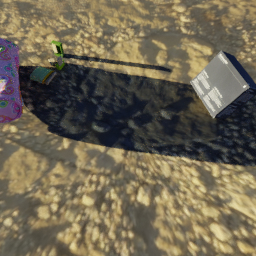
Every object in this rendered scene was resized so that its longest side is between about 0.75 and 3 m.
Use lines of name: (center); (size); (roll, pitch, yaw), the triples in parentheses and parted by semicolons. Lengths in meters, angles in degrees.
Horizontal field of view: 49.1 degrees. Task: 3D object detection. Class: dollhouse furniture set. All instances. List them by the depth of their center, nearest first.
dollhouse furniture set: (-2.688, -2.222, 9.480); (0.752, 0.581, 1.504); (22, 63, 13)

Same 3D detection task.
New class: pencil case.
pencil case: (-3.926, -1.545, 8.652); (1.231, 1.231, 2.816); (-14, 60, -8)

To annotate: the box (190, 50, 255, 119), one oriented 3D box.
box: (2.873, -1.260, 8.392); (0.776, 1.358, 1.491); (2, 53, -41)
